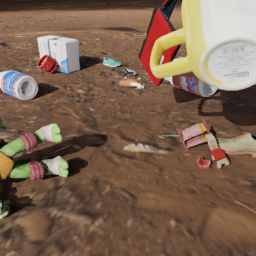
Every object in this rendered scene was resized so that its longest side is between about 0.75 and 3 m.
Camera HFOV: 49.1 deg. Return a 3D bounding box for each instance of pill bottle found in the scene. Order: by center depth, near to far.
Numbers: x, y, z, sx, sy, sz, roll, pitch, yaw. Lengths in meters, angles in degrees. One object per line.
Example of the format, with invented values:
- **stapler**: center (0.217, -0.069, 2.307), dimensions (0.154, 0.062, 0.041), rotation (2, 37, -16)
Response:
- **pill bottle**: center (-4.331, -1.689, 10.816), dimensions (1.695, 0.951, 0.951), rotation (19, 33, 35)
- **pill bottle**: center (2.489, -2.135, 11.339), dimensions (1.262, 1.262, 2.250), rotation (-20, 33, -33)

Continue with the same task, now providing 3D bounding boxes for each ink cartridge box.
- **ink cartridge box**: center (-3.470, -3.721, 14.069), dimensions (2.093, 1.514, 0.882), rotation (19, 33, 32)

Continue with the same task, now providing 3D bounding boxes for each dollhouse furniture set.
- **dollhouse furniture set**: center (1.808, 0.413, 6.945), dimensions (0.765, 0.578, 1.422), rotation (-25, 31, 7)

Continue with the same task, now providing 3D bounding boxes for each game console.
- **game console**: center (1.121, -2.479, 7.788), dimensions (1.205, 2.031, 1.750), rotation (-21, 72, -18)

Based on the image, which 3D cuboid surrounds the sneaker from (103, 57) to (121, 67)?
- **sneaker**: center (-0.860, -3.484, 14.797), dimensions (1.094, 0.436, 0.424), rotation (16, 32, 27)

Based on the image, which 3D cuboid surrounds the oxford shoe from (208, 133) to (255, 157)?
- **oxford shoe**: center (2.932, 0.349, 7.271), dimensions (1.613, 0.603, 0.568), rotation (5, 28, 10)

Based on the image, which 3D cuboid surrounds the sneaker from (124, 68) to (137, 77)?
- **sneaker**: center (0.100, -2.659, 13.432), dimensions (0.789, 0.292, 0.313), rotation (30, 30, 34)

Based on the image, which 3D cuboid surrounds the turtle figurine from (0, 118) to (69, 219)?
- **turtle figurine**: center (-2.320, 0.699, 5.449), dimensions (2.386, 2.461, 1.771), rotation (-15, 65, -34)

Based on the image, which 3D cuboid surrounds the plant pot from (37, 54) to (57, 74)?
- **plant pot**: center (-3.864, -3.052, 13.505), dimensions (0.761, 0.693, 0.761), rotation (-23, 49, 29)

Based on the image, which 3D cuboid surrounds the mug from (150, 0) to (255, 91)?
- **mug**: center (1.748, -1.581, 5.162), dimensions (1.888, 2.357, 1.935), rotation (25, 50, -14)

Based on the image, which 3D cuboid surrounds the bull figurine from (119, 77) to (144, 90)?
- **bull figurine**: center (0.185, -1.914, 11.874), dimensions (1.128, 0.367, 0.685), rotation (10, 28, 16)
